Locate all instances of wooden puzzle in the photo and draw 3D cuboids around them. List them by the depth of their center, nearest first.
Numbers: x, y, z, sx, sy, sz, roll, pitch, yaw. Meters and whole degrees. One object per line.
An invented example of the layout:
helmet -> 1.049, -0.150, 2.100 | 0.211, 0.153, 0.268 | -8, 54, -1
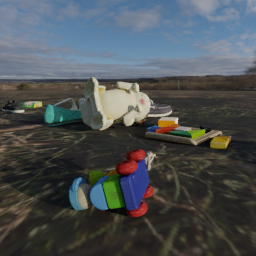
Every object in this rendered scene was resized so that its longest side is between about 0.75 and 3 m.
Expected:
wooden puzzle -> 1.450, 0.113, 7.161 | 2.481, 0.290, 1.674 | 6, 11, 35

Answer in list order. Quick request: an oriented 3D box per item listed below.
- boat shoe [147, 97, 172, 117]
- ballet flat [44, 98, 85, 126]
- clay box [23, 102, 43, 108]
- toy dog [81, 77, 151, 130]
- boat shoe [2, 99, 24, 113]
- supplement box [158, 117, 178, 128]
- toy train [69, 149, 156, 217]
boat shoe -> 0.746, -0.911, 11.532 | 2.770, 0.869, 1.006 | -6, 11, -34
ballet flat -> -1.771, -0.614, 9.773 | 0.826, 0.863, 2.453 | 9, 12, 43
clay box -> -5.419, -1.353, 16.006 | 0.689, 0.285, 1.199 | 2, 10, 6
toy dog -> -0.253, -0.567, 8.677 | 2.120, 1.479, 2.055 | -7, -22, -30
boat shoe -> -5.530, -1.077, 13.411 | 0.662, 0.587, 1.770 | -8, 12, -39
supplement box -> 1.239, -0.138, 8.608 | 0.513, 0.299, 0.815 | 3, 10, 16
toy train -> -0.117, 0.614, 3.535 | 0.805, 0.589, 1.391 | -12, 6, 14
